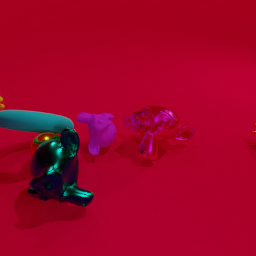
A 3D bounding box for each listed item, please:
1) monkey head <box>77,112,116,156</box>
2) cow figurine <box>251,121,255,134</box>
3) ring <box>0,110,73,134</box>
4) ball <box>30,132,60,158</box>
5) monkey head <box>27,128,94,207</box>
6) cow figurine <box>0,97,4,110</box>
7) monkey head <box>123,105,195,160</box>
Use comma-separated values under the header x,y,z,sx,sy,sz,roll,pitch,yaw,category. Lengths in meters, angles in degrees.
x,y,z,sx,sy,sz,roll,pitch,yaw,category
-0.816,0.044,7.256,1.027,0.860,1.427,13,32,5,monkey head
4.088,-0.080,7.586,0.778,1.394,1.417,62,20,14,cow figurine
-2.186,-0.114,6.583,1.784,0.357,1.784,4,-6,0,ring
-1.886,0.518,6.622,0.829,0.829,0.829,0,33,0,ball
-1.268,0.888,5.576,1.389,1.931,1.163,23,50,-11,monkey head
-4.157,-0.706,8.196,0.946,0.527,0.961,5,42,-5,cow figurine
0.675,0.114,7.168,1.964,1.413,1.183,12,-5,14,monkey head
